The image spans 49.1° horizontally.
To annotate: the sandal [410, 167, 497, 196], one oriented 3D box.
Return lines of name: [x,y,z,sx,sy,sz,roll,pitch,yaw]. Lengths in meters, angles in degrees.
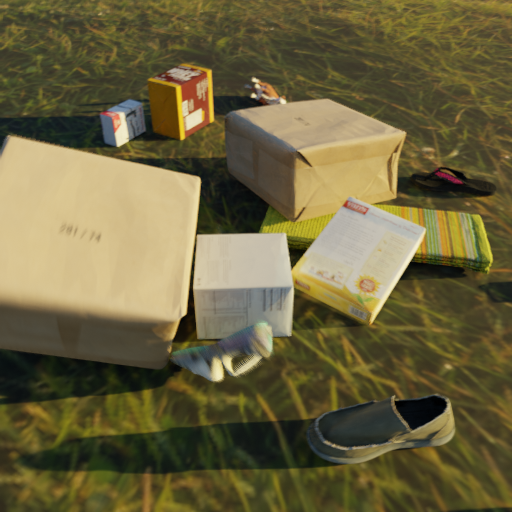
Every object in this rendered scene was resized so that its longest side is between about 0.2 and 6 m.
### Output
sandal: [4.381,-1.717,12.415,1.856,0.418,0.697,9,38,12]

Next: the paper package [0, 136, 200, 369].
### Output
paper package: [-2.505,-0.052,8.213,3.019,1.562,2.878,11,51,-11]

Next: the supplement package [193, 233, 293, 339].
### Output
supplement package: [-0.216,0.465,8.985,1.474,1.084,1.409,-1,37,-2]

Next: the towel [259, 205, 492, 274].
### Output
towel: [2.260,-0.487,10.917,4.237,0.383,1.823,7,33,10]

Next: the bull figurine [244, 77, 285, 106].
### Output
bull figurine: [0.262,-4.607,16.031,0.963,0.517,1.587,23,20,-26]

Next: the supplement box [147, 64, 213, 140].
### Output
supplement box: [-1.946,-4.047,14.653,0.959,1.425,1.445,21,42,25]

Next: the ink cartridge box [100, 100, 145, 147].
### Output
ink cartridge box: [-3.381,-3.395,14.300,0.458,0.810,1.104,20,43,25]

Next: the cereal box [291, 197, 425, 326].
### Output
cereal box: [1.774,0.007,9.668,1.538,0.422,2.137,27,56,21]

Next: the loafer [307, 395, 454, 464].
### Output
loafer: [1.608,2.096,7.173,1.963,0.684,0.738,-8,38,-10]

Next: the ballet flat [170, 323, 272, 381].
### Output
ballet flat: [-0.506,1.437,7.872,1.697,0.610,0.610,-22,29,27]

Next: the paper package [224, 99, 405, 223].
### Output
paper package: [1.164,-2.173,11.860,2.764,1.500,2.900,-15,34,-23]
